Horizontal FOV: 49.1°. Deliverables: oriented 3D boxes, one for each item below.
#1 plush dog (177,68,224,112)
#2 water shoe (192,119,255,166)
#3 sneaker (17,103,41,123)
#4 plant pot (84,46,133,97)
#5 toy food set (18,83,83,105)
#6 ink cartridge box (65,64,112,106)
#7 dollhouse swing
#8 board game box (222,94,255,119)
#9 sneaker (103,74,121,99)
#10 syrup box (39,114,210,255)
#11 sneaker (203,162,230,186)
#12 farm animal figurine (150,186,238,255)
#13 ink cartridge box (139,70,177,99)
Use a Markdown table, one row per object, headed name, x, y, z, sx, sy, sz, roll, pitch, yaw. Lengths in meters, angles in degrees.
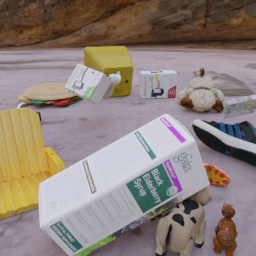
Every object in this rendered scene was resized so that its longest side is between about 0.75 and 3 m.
| name | x | y | z | sx | sy | sz | roll | pitch | yaw |
| --- | --- | --- | --- | --- | --- | --- | --- | --- | --- |
| plush dog | 3.363 | -1.486 | 12.638 | 2.220 | 1.781 | 1.907 | 3 | 44 | 7 |
| water shoe | 3.119 | 0.251 | 8.212 | 2.564 | 0.917 | 1.012 | 30 | 66 | 37 |
| sneaker | -3.834 | -0.462 | 10.910 | 0.965 | 0.688 | 1.947 | -1 | 26 | -9 |
| plant pot | -0.938 | -2.902 | 15.327 | 2.464 | 2.464 | 2.174 | -8 | 35 | -21 |
| toy food set | -3.787 | -1.678 | 14.077 | 2.835 | 0.697 | 2.864 | 12 | 24 | 30 |
| ink cartridge box | -1.471 | -1.598 | 10.207 | 1.450 | 1.055 | 0.609 | 27 | -4 | 36 |
| dollhouse swing | -2.568 | 0.649 | 6.251 | 2.012 | 1.768 | 1.828 | -11 | 23 | -30 |
| board game box | 3.093 | -0.579 | 7.689 | 0.914 | 0.614 | 0.156 | -12 | 52 | -4 |
| sneaker | -0.777 | -1.586 | 10.526 | 0.545 | 1.232 | 0.464 | 5 | 49 | -35 |
| syrup box | -0.075 | 0.956 | 4.795 | 2.650 | 1.043 | 1.079 | -28 | 33 | -2 |
| sneaker | 1.964 | 1.044 | 7.055 | 0.521 | 0.493 | 1.350 | -7 | 22 | -45 |
| farm animal figurine | 0.964 | 1.346 | 5.290 | 1.773 | 1.104 | 2.196 | -7 | 21 | -18 |
| ink cartridge box | 1.552 | -2.289 | 14.785 | 1.855 | 1.352 | 0.768 | -3 | 22 | -6 |
